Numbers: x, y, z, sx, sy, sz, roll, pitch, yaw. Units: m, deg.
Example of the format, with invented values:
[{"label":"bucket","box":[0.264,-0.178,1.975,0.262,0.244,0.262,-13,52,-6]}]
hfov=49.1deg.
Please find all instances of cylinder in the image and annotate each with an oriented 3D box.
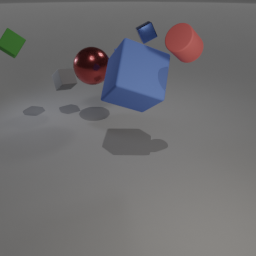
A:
[{"label":"cylinder","box":[1.328,-1.989,6.598,0.700,0.700,0.700,22,3,35]}]

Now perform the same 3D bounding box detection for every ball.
[{"label":"ball","box":[-1.347,-2.324,10.516,1.400,1.400,1.400,0,28,0]}]

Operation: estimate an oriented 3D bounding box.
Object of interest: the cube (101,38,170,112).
[{"label":"cube","box":[0.186,-1.414,7.938,1.400,1.400,1.400,15,-16,-19]}]

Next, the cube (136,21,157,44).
[{"label":"cube","box":[0.838,-4.373,12.794,0.700,0.700,0.700,-27,26,6]}]

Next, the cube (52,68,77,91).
[{"label":"cube","box":[-2.657,-2.031,11.713,0.700,0.700,0.700,-14,-6,-38]}]

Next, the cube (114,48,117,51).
[{"label":"cube","box":[-0.163,-3.318,12.778,0.700,0.700,0.700,-23,1,0]}]

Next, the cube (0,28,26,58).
[{"label":"cube","box":[-4.166,-3.005,9.982,0.700,0.700,0.700,31,-8,-26]}]
